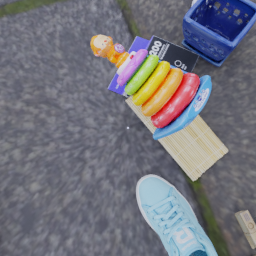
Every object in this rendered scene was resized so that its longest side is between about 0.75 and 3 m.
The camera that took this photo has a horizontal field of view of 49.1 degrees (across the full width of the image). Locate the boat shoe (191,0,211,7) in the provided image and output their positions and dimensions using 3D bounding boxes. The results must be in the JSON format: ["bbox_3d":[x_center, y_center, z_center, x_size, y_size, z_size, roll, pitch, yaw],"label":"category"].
[{"bbox_3d":[2.321,-4.003,8.212,0.605,0.538,1.645,20,73,6],"label":"boat shoe"}]

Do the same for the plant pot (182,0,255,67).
[{"bbox_3d":[2.309,-2.578,7.340,1.458,1.311,1.458,36,76,11],"label":"plant pot"}]

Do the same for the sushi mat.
[{"bbox_3d":[1.205,-0.071,6.845,1.245,0.158,2.603,-40,89,-11],"label":"sushi mat"}]

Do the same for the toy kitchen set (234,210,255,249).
[{"bbox_3d":[3.061,2.081,6.095,0.944,0.770,0.852,-22,73,-7],"label":"toy kitchen set"}]

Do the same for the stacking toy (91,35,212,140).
[{"bbox_3d":[0.262,-0.913,4.928,2.172,1.192,1.260,38,65,-8],"label":"stacking toy"}]

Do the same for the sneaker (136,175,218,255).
[{"bbox_3d":[1.152,2.175,5.849,1.065,1.181,2.882,-32,75,-11],"label":"sneaker"}]

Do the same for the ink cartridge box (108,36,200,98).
[{"bbox_3d":[0.682,-1.497,7.463,1.892,0.411,1.874,24,75,8],"label":"ink cartridge box"}]
